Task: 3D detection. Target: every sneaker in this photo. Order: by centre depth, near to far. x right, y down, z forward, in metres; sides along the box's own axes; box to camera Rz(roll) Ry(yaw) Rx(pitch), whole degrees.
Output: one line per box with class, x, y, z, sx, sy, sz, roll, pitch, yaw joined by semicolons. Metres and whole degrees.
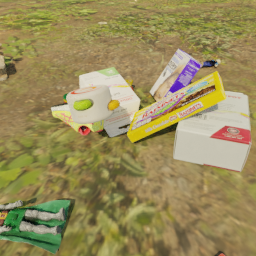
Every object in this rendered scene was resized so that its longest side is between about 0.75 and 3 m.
sneaker;-1.613;-0.296;8.802;0.943;1.089;2.413;-20;16;-39

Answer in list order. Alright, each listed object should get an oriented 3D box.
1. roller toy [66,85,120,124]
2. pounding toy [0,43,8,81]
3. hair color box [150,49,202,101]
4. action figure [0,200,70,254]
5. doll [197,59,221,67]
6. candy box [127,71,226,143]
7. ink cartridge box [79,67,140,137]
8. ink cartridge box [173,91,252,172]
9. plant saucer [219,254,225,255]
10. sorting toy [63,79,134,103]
roller toy;-0.836;-0.526;6.434;1.089;0.761;0.993;-23;21;-30
pounding toy;-6.090;-2.967;12.229;1.303;1.307;2.279;-10;36;-22
hair color box;1.648;-1.737;9.986;0.613;1.891;1.034;19;25;-29
action figure;-2.382;1.955;5.929;2.056;0.562;1.214;0;38;6
doll;3.876;-3.051;13.223;1.274;0.309;0.869;-11;28;-26
candy box;1.328;-0.607;8.043;2.859;0.378;1.461;-26;19;25
ink cartridge box;-0.531;-0.925;9.287;1.374;0.790;2.347;-20;55;-23
ink cartridge box;2.523;-0.091;8.326;1.880;1.068;2.580;10;36;15
plant saucer;1.768;2.811;4.999;0.829;0.153;0.831;-26;42;-31
sorting toy;-1.058;-1.352;10.664;2.735;0.463;1.319;-7;36;-9
